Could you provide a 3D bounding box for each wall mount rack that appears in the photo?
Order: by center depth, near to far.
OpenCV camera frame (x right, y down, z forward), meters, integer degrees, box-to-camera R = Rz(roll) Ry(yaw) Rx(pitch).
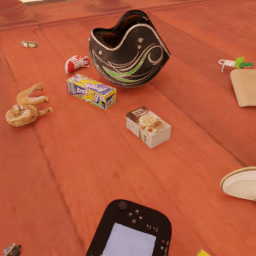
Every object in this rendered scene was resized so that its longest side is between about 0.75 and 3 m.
[{"bbox_3d":[4.319,-2.575,11.587,1.110,0.414,0.964,18,46,20],"label":"wall mount rack"}]

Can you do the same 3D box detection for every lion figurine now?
[{"bbox_3d":[-3.289,-0.782,9.219,1.343,0.794,2.192,-20,29,-12],"label":"lion figurine"}]

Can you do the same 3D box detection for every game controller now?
[{"bbox_3d":[-0.090,2.579,5.095,1.461,0.590,2.800,11,41,13],"label":"game controller"}]

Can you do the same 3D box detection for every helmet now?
[{"bbox_3d":[-0.034,-2.706,9.997,2.504,2.626,2.626,-31,37,17],"label":"helmet"}]

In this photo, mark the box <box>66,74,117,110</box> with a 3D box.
[{"bbox_3d":[-1.284,-1.290,9.836,1.815,0.584,0.636,26,46,27],"label":"box"}]

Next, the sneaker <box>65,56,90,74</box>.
[{"bbox_3d":[-2.047,-2.627,11.552,0.767,0.486,1.364,5,37,11],"label":"sneaker"}]

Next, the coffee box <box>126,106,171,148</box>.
[{"bbox_3d":[0.578,-0.053,8.374,0.731,0.510,1.279,-24,45,-27],"label":"coffee box"}]

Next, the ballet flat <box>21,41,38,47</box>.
[{"bbox_3d":[-4.747,-3.992,13.401,0.831,0.299,0.299,1,39,3],"label":"ballet flat"}]

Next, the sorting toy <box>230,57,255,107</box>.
[{"bbox_3d":[4.840,-1.740,10.276,1.993,0.397,2.697,-2,51,5],"label":"sorting toy"}]

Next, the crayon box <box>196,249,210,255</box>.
[{"bbox_3d":[1.667,3.305,3.941,2.635,0.669,1.673,34,47,26],"label":"crayon box"}]

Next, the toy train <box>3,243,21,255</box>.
[{"bbox_3d":[-2.504,2.697,5.270,0.278,0.207,1.213,9,39,30],"label":"toy train"}]

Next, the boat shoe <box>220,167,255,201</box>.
[{"bbox_3d":[3.182,1.382,6.396,2.015,0.753,0.689,-1,30,-2],"label":"boat shoe"}]
